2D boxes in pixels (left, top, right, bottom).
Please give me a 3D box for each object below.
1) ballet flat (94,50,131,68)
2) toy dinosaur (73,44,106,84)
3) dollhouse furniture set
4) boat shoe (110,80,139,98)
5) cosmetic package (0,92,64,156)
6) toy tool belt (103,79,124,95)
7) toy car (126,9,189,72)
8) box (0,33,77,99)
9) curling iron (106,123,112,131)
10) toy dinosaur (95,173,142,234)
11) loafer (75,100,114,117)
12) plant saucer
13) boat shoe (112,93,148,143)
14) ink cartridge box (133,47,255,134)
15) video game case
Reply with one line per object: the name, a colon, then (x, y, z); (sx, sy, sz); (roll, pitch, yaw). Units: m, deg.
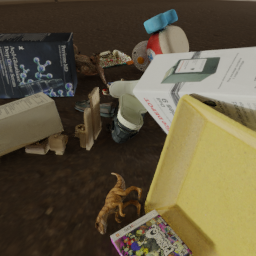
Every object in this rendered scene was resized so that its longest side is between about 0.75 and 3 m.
ballet flat: (-0.787, -3.496, 14.015); (2.312, 0.739, 0.874); (-19, 37, -30)
toy dinosaur: (-1.982, -2.860, 12.634); (2.960, 1.270, 2.006); (27, -5, 9)
dollhouse furniture set: (-1.797, -0.243, 7.782); (1.700, 1.385, 1.616); (5, 31, 9)
boat shoe: (0.478, -1.293, 10.100); (2.306, 0.863, 0.713); (2, 5, 26)
cosmetic package: (-3.189, -0.017, 7.355); (2.580, 0.943, 1.336); (-23, 27, -22)
toy tool belt: (-0.572, -1.649, 11.021); (0.899, 0.552, 0.561); (-7, 31, -13)
toy car: (1.059, -3.281, 12.595); (2.970, 2.737, 2.627); (-16, 19, 35)
box: (-3.519, -2.421, 10.768); (2.873, 2.133, 1.538); (-3, 31, -4)
curling iron: (-0.438, -0.191, 8.838); (0.144, 0.279, 1.127); (-20, 15, 25)
toy dinosaur: (-0.172, 1.378, 5.870); (0.942, 0.536, 1.774); (6, 31, 13)
loafer: (-1.132, -0.784, 9.571); (1.567, 0.493, 0.563); (14, 27, 23)
plant saucer: (1.476, 1.131, 4.425); (0.639, 2.636, 2.635); (0, 27, -33)
boat shoe: (-0.004, -0.294, 8.352); (0.993, 0.881, 2.658); (26, 22, -10)
ink cartridge box: (1.760, -0.458, 5.636); (2.750, 2.007, 1.156); (11, 62, 48)
video game case: (0.378, 2.059, 4.874); (1.007, 0.199, 1.111); (-25, 36, -19)
